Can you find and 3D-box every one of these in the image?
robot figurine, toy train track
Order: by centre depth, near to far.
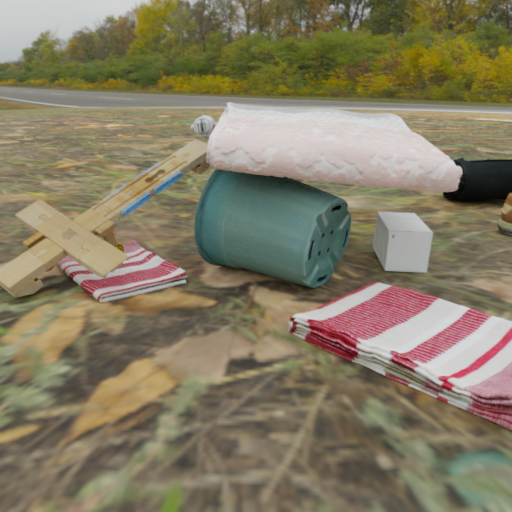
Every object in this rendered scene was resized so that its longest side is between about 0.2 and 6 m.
[{"bbox_3d":[-1.931,-0.524,7.902,2.043,0.580,3.563,29,56,32],"label":"toy train track"},{"bbox_3d":[-0.808,-2.039,8.784,0.454,0.302,0.535,-1,18,6],"label":"robot figurine"}]

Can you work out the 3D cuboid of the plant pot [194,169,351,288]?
[{"bbox_3d":[0.303,-0.392,7.642,1.624,1.658,1.658,21,27,30],"label":"plant pot"}]

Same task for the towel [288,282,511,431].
[{"bbox_3d":[1.830,0.812,5.808,1.834,0.290,2.547,-16,24,-42],"label":"towel"}]

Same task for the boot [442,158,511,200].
[{"bbox_3d":[5.361,-1.536,11.610,2.485,1.122,3.033,4,11,5],"label":"boot"}]

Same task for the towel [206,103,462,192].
[{"bbox_3d":[0.918,-1.599,7.753,3.011,0.485,2.876,4,25,-2],"label":"towel"}]

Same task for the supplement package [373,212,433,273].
[{"bbox_3d":[2.149,-0.224,8.335,0.625,0.627,1.070,4,18,2],"label":"supplement package"}]

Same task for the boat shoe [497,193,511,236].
[{"bbox_3d":[5.142,-0.612,9.311,2.125,0.785,0.804,14,23,36],"label":"boat shoe"}]

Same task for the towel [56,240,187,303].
[{"bbox_3d":[-1.937,0.172,7.886,1.294,0.204,1.796,-13,23,-33],"label":"towel"}]
